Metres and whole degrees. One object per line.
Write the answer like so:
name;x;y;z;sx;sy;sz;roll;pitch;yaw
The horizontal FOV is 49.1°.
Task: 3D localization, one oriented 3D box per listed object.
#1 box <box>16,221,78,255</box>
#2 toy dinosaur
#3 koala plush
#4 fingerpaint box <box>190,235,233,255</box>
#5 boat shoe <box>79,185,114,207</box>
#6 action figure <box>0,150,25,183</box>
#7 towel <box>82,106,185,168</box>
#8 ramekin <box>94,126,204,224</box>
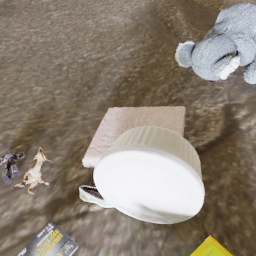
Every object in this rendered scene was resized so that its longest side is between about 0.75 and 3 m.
box;-1.586;2.435;5.436;0.774;0.236;0.978;37;53;14
toy dinosaur;-2.173;1.023;6.581;0.515;1.199;0.813;31;39;-28
koala plush;3.152;-2.601;9.475;2.821;2.593;2.502;-32;47;-27
fingerpaint box;1.251;3.186;4.295;2.255;0.827;1.882;-31;49;-29
boat shoe;-0.628;1.555;6.491;1.047;0.336;0.386;10;42;12
action figure;-3.008;0.882;7.206;0.722;0.385;1.110;-23;38;-10
towel;0.270;0.240;7.641;2.455;0.396;2.345;1;41;19
ramekin;0.480;0.928;5.812;2.216;2.216;1.032;11;43;12
